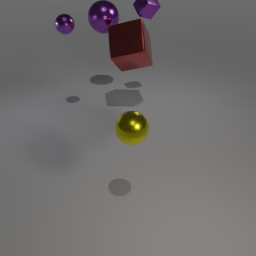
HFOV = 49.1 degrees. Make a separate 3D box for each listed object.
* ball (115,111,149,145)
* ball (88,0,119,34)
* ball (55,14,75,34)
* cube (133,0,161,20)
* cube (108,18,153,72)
[{"bbox_3d":[0.079,0.000,5.704,0.700,0.700,0.700,0,31,0],"label":"ball"},{"bbox_3d":[-1.095,-4.966,12.547,1.400,1.400,1.400,0,31,0],"label":"ball"},{"bbox_3d":[-2.273,-3.740,10.088,0.700,0.700,0.700,0,31,0],"label":"ball"},{"bbox_3d":[0.752,-4.945,11.312,0.700,0.700,0.700,-4,63,-38],"label":"cube"},{"bbox_3d":[0.116,-3.257,11.196,1.400,1.400,1.400,-8,-12,16],"label":"cube"}]
